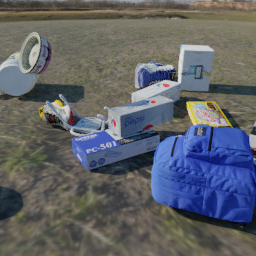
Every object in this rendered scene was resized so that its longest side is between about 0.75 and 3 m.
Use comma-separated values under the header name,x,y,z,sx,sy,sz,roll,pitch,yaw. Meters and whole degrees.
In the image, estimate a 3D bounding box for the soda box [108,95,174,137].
name,x,y,z,sx,sy,sz,roll,pitch,yaw
soda box,0.460,-0.418,9.105,2.215,0.756,0.703,-17,30,-32

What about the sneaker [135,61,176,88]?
name,x,y,z,sx,sy,sz,roll,pitch,yaw
sneaker,1.595,-2.901,14.842,1.647,1.152,2.852,12,27,26

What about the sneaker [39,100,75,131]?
name,x,y,z,sx,sy,sz,roll,pitch,yaw
sneaker,-2.599,-0.357,10.244,0.951,0.901,2.315,-20,23,-27

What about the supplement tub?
name,x,y,z,sx,sy,sz,roll,pitch,yaw
supplement tub,-5.305,-2.648,13.700,1.705,1.705,2.351,-3,27,-7

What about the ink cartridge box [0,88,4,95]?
name,x,y,z,sx,sy,sz,roll,pitch,yaw
ink cartridge box,-6.372,-1.783,13.282,0.319,0.545,0.754,21,33,36

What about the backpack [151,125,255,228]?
name,x,y,z,sx,sy,sz,roll,pitch,yaw
backpack,1.691,0.891,6.549,2.243,1.882,1.822,4,19,17

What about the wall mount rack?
name,x,y,z,sx,sy,sz,roll,pitch,yaw
wall mount rack,-1.676,-0.462,9.769,2.019,0.866,2.324,12,16,2

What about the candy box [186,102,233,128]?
name,x,y,z,sx,sy,sz,roll,pitch,yaw
candy box,3.074,-0.455,10.886,1.262,0.326,2.469,-2,26,2

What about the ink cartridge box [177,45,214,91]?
name,x,y,z,sx,sy,sz,roll,pitch,yaw
ink cartridge box,3.345,-3.034,14.134,1.467,2.009,1.474,3,27,3

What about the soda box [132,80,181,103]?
name,x,y,z,sx,sy,sz,roll,pitch,yaw
soda box,1.275,-1.379,12.187,0.864,0.807,2.536,21,33,36

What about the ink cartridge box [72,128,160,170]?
name,x,y,z,sx,sy,sz,roll,pitch,yaw
ink cartridge box,-0.356,0.488,8.741,2.503,0.553,1.177,-14,29,-26

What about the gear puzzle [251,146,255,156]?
name,x,y,z,sx,sy,sz,roll,pitch,yaw
gear puzzle,3.523,0.717,7.251,1.525,0.200,0.790,17,-5,-24

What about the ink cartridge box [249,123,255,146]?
name,x,y,z,sx,sy,sz,roll,pitch,yaw
ink cartridge box,5.458,0.487,8.855,2.952,0.547,1.398,18,32,27

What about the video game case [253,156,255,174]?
name,x,y,z,sx,sy,sz,roll,pitch,yaw
video game case,3.874,1.422,6.585,1.728,0.341,1.906,15,25,-12

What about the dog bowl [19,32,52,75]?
name,x,y,z,sx,sy,sz,roll,pitch,yaw
dog bowl,-3.016,-2.380,9.184,0.507,1.374,1.374,14,11,-46
